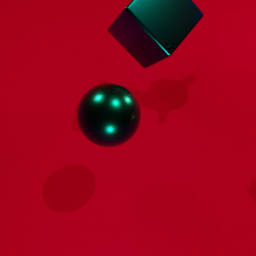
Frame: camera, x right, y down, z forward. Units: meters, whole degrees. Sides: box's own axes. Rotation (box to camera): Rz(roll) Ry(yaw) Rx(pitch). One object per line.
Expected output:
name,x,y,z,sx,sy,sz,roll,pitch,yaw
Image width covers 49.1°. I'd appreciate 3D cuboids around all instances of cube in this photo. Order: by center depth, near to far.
cube,0.553,-2.277,6.065,1.269,1.269,1.269,43,76,-15

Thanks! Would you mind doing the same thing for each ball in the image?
ball,-0.339,-0.228,5.011,1.145,1.145,1.145,0,60,0
